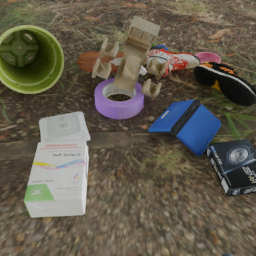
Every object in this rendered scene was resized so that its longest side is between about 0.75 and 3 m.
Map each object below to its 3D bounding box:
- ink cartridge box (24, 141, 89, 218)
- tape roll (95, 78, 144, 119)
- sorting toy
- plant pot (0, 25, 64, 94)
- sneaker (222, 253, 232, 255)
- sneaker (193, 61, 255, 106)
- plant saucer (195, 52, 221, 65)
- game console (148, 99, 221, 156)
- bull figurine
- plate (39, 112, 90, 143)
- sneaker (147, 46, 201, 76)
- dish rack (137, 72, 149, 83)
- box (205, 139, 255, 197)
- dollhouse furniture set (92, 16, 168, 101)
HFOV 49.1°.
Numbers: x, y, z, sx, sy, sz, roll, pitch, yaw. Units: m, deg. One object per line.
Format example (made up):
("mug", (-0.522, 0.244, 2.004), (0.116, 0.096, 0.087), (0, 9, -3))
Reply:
("ink cartridge box", (-1.821, 1.127, 7.617), (1.400, 0.805, 2.390), (-2, 44, -2))
("tape roll", (-0.311, -1.098, 10.111), (1.757, 0.576, 1.757), (1, 43, -1))
("sorting toy", (0.612, -3.265, 12.514), (2.507, 0.342, 1.412), (-29, 58, -27))
("plant pot", (-4.075, -2.895, 10.977), (2.500, 2.500, 2.299), (-22, 36, -21))
("sneaker", (2.477, 3.307, 5.606), (0.647, 0.544, 1.651), (1, 38, -26))
("sneaker", (3.898, -1.880, 10.666), (1.241, 0.965, 2.758), (-32, 50, -25))
("plant saucer", (3.467, -2.952, 12.294), (1.141, 0.289, 1.141), (0, 43, 0))
("game console", (1.896, -0.029, 9.301), (1.602, 1.110, 1.876), (-3, 32, 45))
("bull figurine", (-0.604, -2.586, 11.077), (2.748, 0.895, 1.668), (7, 14, 0))
("plate", (-2.124, -0.016, 9.189), (1.530, 0.248, 1.533), (-12, 41, -12))
("sneaker", (1.859, -2.592, 11.661), (2.233, 0.746, 1.197), (14, 61, 0))
("dish rack", (0.248, -2.205, 11.480), (0.944, 0.336, 1.231), (24, 49, 22))
("box", (3.148, 1.086, 7.991), (1.332, 0.362, 1.663), (-6, 44, -6))
("dollhouse furniture set", (0.145, -2.475, 10.400), (2.349, 1.664, 2.558), (19, 76, -6))
